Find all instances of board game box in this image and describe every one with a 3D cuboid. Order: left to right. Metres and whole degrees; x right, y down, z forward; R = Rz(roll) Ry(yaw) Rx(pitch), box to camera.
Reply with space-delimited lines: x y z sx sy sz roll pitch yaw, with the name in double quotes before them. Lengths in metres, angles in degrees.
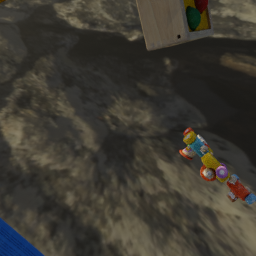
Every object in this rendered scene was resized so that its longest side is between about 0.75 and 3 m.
"board game box" -2.858 1.710 3.440 2.868 2.929 0.819 -19 33 18

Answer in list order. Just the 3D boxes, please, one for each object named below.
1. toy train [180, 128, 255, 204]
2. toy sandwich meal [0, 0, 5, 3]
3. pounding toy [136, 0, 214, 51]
"toy train" 1.545 0.734 5.159 0.458 1.237 1.646 -44 51 12
"toy sandwich meal" -3.437 -3.485 6.999 0.499 1.456 1.456 43 67 6
"pounding toy" 1.264 -3.447 6.756 1.217 2.659 2.336 -4 17 39
